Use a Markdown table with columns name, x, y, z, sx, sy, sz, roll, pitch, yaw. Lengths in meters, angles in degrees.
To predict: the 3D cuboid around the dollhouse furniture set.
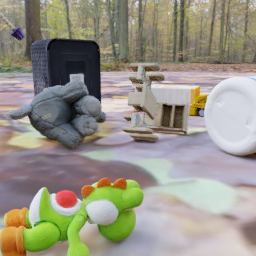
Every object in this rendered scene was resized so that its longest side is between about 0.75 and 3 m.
| name | x | y | z | sx | sy | sz | roll | pitch | yaw |
| --- | --- | --- | --- | --- | --- | --- | --- | --- | --- |
| dollhouse furniture set | 0.701 | -0.442 | 6.204 | 1.089 | 1.437 | 1.640 | 3 | -13 | 20 |

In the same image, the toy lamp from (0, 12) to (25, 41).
| name | x | y | z | sx | sy | sz | roll | pitch | yaw |
| --- | --- | --- | --- | --- | --- | --- | --- | --- | --- |
| toy lamp | -3.762 | -3.290 | 8.658 | 0.381 | 1.308 | 0.381 | -31 | 32 | 21 |

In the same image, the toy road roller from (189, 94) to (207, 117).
| name | x | y | z | sx | sy | sz | roll | pitch | yaw |
| --- | --- | --- | --- | --- | --- | --- | --- | --- | --- |
| toy road roller | 2.232 | -0.749 | 9.016 | 0.906 | 0.662 | 0.557 | 8 | 15 | 30 |

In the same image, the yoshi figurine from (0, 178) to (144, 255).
| name | x | y | z | sx | sy | sz | roll | pitch | yaw |
| --- | --- | --- | --- | --- | --- | --- | --- | --- | --- |
| yoshi figurine | -0.437 | 0.907 | 2.594 | 1.268 | 0.713 | 0.710 | -16 | -25 | -9 |

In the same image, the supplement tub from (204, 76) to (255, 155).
| name | x | y | z | sx | sy | sz | roll | pitch | yaw |
| --- | --- | --- | --- | --- | --- | --- | --- | --- | --- |
| supplement tub | 2.755 | -0.315 | 5.529 | 2.185 | 1.441 | 1.441 | -9 | 16 | -29 |

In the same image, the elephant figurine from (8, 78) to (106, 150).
| name | x | y | z | sx | sy | sz | roll | pitch | yaw |
| --- | --- | --- | --- | --- | --- | --- | --- | --- | --- |
| elephant figurine | -1.350 | -0.261 | 6.191 | 1.447 | 1.587 | 2.046 | -46 | 11 | -7 |

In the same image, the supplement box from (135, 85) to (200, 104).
| name | x | y | z | sx | sy | sz | roll | pitch | yaw |
| --- | --- | --- | --- | --- | --- | --- | --- | --- | --- |
| supplement box | 1.498 | -1.185 | 10.513 | 2.192 | 0.806 | 1.382 | 5 | 13 | 21 |

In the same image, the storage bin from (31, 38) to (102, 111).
| name | x | y | z | sx | sy | sz | roll | pitch | yaw |
| --- | --- | --- | --- | --- | --- | --- | --- | --- | --- |
| storage bin | -1.624 | -1.207 | 7.547 | 1.510 | 2.233 | 1.047 | -11 | 18 | -38 |
